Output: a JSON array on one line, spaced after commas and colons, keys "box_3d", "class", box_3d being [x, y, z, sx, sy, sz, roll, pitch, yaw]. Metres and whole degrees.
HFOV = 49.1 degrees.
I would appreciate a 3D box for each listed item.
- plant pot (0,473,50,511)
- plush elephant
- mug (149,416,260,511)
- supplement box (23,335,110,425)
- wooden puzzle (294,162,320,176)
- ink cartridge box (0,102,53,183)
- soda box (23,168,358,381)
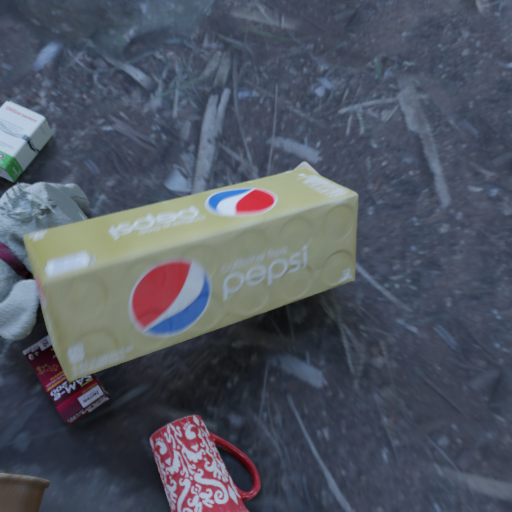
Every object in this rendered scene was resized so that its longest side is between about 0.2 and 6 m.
[{"box_3d": [-3.588, 3.593, 6.503, 1.941, 1.941, 1.921, 2, 63, 1], "class": "plant pot"}, {"box_3d": [-3.675, 0.052, 8.935, 2.212, 2.857, 2.353, -41, 77, 4], "class": "plush elephant"}, {"box_3d": [-0.803, 3.243, 8.261, 1.037, 1.379, 1.554, -41, 62, 22], "class": "mug"}, {"box_3d": [-3.046, 1.914, 9.004, 0.749, 0.419, 1.376, -35, 72, -14], "class": "supplement box"}, {"box_3d": [0.932, -1.093, 10.302, 1.114, 0.278, 1.203, 45, 65, 8], "class": "wooden puzzle"}, {"box_3d": [-4.728, -2.209, 10.790, 0.959, 0.543, 1.308, 26, 68, 11], "class": "ink cartridge box"}, {"box_3d": [-0.763, 0.064, 8.237, 4.625, 1.566, 1.480, -16, 31, -24], "class": "soda box"}]
